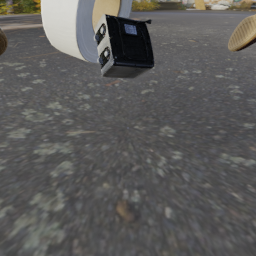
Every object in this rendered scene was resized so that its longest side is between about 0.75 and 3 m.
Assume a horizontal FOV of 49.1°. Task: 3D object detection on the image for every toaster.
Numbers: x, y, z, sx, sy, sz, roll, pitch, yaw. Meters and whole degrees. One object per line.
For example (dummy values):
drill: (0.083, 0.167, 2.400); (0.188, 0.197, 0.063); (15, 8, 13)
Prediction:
toaster: (-0.056, -1.652, 5.757); (1.205, 1.090, 0.715); (-5, -10, -33)

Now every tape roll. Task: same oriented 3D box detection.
tape roll: (-0.971, -3.342, 7.612); (1.053, 3.012, 3.012); (24, 33, 15)

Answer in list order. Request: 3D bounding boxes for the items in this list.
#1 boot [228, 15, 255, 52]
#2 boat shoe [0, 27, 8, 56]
boot: (4.259, -2.641, 7.830); (1.937, 2.328, 0.842); (17, 60, -22)
boat shoe: (-2.255, -1.583, 4.165); (0.647, 0.583, 1.800); (-22, -4, -17)
